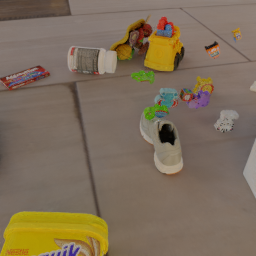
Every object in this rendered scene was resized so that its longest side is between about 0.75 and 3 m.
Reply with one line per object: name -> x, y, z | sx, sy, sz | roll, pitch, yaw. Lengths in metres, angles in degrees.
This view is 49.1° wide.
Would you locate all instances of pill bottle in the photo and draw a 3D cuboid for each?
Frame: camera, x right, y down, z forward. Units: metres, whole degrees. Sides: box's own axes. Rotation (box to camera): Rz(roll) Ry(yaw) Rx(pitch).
pill bottle -> -1.371, -2.623, 10.911 | 1.739, 0.991, 0.991 | 7, 40, 7

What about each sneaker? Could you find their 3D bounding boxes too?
sneaker -> 0.933, 0.054, 7.602 | 0.897, 1.090, 2.371 | -10, 40, -11

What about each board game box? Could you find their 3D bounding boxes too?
board game box -> -3.943, -1.958, 10.760 | 1.658, 0.161, 0.853 | -30, 47, -31

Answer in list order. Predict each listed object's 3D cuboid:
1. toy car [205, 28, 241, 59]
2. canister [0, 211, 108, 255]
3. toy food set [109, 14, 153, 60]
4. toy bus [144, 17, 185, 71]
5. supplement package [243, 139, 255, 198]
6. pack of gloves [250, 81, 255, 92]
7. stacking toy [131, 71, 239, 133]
toy car -> 2.510, -2.142, 7.174 | 1.162, 0.387, 0.570 | -28, 16, 1
canister -> -1.338, 2.721, 4.421 | 1.869, 1.089, 2.517 | 1, 41, 2
toy food set -> 0.373, -3.618, 11.809 | 0.939, 1.691, 2.874 | 42, 48, 1
toy bus -> 1.535, -3.515, 11.273 | 1.363, 1.928, 2.009 | 14, 40, 19
supplement package -> 4.325, 0.965, 6.053 | 2.812, 1.650, 1.644 | -2, 40, -3
pack of gloves -> 5.702, -1.595, 10.141 | 2.025, 0.399, 1.701 | 24, 46, 26
stacking toy -> 1.680, -0.881, 8.736 | 2.974, 0.699, 2.242 | 3, 38, -13
